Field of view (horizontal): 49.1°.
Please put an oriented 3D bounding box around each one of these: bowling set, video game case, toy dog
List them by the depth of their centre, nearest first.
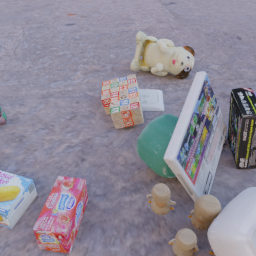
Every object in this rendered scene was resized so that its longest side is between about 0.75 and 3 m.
[{"bbox_3d":[1.694,2.631,6.422,2.983,1.602,2.076,12,57,13],"label":"bowling set"},{"bbox_3d":[1.994,0.346,7.675,0.322,2.554,2.803,3,55,37],"label":"video game case"},{"bbox_3d":[1.925,-3.438,14.206,2.827,1.973,2.741,21,10,27],"label":"toy dog"}]

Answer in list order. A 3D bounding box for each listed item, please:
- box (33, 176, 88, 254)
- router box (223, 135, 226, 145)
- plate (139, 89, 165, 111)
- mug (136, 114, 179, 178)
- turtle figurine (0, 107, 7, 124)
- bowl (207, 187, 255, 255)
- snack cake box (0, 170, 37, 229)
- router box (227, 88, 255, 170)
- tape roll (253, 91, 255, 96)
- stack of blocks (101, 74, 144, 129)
[{"bbox_3d":[-1.652,2.176,7.219,0.827,0.864,1.733,5,36,7],"label":"box"},{"bbox_3d":[2.862,0.088,10.365,1.087,0.361,1.383,-2,34,-3],"label":"router box"},{"bbox_3d":[0.748,-1.303,12.385,1.665,0.270,1.668,2,38,2],"label":"plate"},{"bbox_3d":[1.463,0.570,8.472,2.093,1.720,1.294,-20,42,-26],"label":"mug"},{"bbox_3d":[-5.745,-0.374,10.544,1.995,1.004,1.494,-10,51,-40],"label":"turtle figurine"},{"bbox_3d":[2.990,2.485,5.947,2.132,0.796,2.129,-29,85,-32],"label":"bowl"},{"bbox_3d":[-3.825,1.825,7.809,2.138,0.718,1.229,12,39,14],"label":"snack cake box"},{"bbox_3d":[3.744,0.012,9.022,0.669,2.154,1.614,-4,36,10],"label":"router box"},{"bbox_3d":[5.089,-1.354,12.334,0.967,0.411,0.967,-1,36,0],"label":"tape roll"},{"bbox_3d":[-0.263,-1.104,11.422,1.504,0.765,2.612,-13,38,6],"label":"stack of blocks"}]
